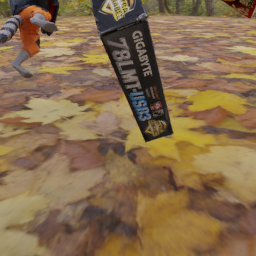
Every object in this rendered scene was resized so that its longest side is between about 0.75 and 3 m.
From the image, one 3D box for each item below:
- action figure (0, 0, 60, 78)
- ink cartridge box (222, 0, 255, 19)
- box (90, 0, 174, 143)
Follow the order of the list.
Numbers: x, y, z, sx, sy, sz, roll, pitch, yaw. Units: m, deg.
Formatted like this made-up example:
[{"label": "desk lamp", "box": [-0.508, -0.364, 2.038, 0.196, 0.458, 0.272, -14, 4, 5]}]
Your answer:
[{"label": "action figure", "box": [-2.067, -2.768, 5.970, 1.363, 2.606, 2.521, 1, 56, -24]}, {"label": "ink cartridge box", "box": [2.015, -3.243, 5.481, 1.847, 0.882, 2.103, 39, 17, 11]}, {"label": "box", "box": [-0.013, -1.115, 3.506, 0.493, 1.983, 1.969, -20, 56, 6]}]
